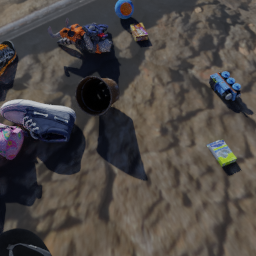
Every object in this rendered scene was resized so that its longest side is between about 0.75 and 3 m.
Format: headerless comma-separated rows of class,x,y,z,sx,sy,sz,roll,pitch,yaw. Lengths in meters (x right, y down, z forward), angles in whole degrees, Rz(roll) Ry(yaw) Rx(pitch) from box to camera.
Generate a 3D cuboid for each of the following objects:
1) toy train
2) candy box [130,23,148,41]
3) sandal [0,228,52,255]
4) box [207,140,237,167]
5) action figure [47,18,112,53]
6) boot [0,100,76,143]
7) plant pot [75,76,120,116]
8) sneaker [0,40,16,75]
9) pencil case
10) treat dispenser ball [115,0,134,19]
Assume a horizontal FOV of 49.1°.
toy train,3.892,-1.672,11.235,0.792,0.601,1.386,-24,58,-7
candy box,0.533,-4.707,13.726,0.624,0.302,1.070,-11,52,-8
sandal,-2.356,3.522,7.186,2.793,0.598,1.062,31,58,21
box,3.173,0.806,9.526,0.574,0.224,0.941,-18,55,-14
action figure,-1.921,-4.225,13.050,2.675,1.446,2.765,24,27,10
boot,-3.262,-0.205,9.799,2.718,0.989,1.228,4,47,2
plant pot,-0.993,-1.241,10.250,1.381,1.381,1.367,18,18,14
sneaker,-5.585,-3.183,12.197,0.888,0.877,2.270,2,51,4
pencil case,-4.841,0.137,9.328,2.689,1.176,1.176,17,54,6
treat dispenser ball,-0.183,-6.142,14.434,0.971,0.971,0.971,0,52,0
